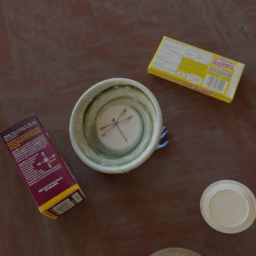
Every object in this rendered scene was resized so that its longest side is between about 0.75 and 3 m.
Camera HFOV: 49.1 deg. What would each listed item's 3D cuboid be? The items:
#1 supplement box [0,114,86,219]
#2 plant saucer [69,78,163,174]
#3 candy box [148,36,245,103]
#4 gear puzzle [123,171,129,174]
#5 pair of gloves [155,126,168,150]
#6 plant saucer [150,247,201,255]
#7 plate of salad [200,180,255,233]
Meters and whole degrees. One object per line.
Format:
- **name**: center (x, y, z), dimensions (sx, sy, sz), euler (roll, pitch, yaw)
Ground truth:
- **supplement box**: center (-2.231, 1.033, 7.433), dimensions (1.039, 1.338, 2.425), euler (-31, 70, -14)
- **plant saucer**: center (-0.307, -0.046, 7.859), dimensions (2.653, 0.666, 2.653), euler (-4, 77, 16)
- **candy box**: center (2.260, -1.979, 9.334), dimensions (2.878, 0.380, 1.471), euler (23, 66, 10)
- **gear puzzle**: center (-0.639, 0.806, 8.192), dimensions (1.609, 0.211, 0.833), euler (13, 68, 9)
- **pair of gloves**: center (0.471, 0.186, 8.472), dimensions (1.509, 0.172, 1.213), euler (34, 70, 15)
- **plant saucer**: center (1.210, 4.131, 6.580), dimensions (2.453, 0.361, 2.453), euler (0, 65, 0)
- **plate of salad**: center (2.606, 2.038, 7.309), dimensions (1.403, 0.337, 1.403), euler (1, 93, 14)
